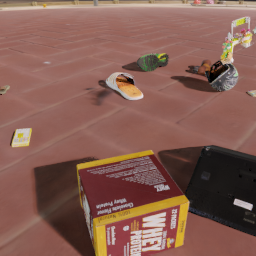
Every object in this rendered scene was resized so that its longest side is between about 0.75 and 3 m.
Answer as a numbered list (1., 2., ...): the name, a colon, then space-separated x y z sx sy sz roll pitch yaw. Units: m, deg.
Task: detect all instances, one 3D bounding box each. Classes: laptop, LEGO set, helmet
1. laptop: 3.134 1.534 7.470 2.573 1.499 2.903 15 58 25
2. LEGO set: 3.048 -2.529 7.814 1.812 0.675 0.834 -34 44 -18
3. helmet: 4.470 -2.416 13.206 1.460 1.460 1.392 -10 61 -18

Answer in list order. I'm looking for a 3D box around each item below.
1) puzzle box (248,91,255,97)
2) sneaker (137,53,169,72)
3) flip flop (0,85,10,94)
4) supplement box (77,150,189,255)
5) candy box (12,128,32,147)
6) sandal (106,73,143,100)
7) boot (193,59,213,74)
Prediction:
1. puzzle box: 6.094 -1.627 13.123 0.752 0.096 0.500 -5 29 -8
2. sneaker: 1.331 -3.887 16.485 1.050 0.962 2.466 15 23 39
3. flip flop: -5.949 -1.852 13.292 0.450 0.319 1.109 1 29 2
4. supplement box: 0.005 1.653 6.117 1.871 1.260 1.897 -10 31 -17
5. candy box: -3.642 0.315 9.638 0.522 0.135 1.022 -3 30 -11
6. sandal: -0.111 -2.188 13.375 1.093 0.818 2.854 -15 33 -25
7. boot: 4.756 -3.285 15.595 1.674 0.573 1.576 25 38 36
